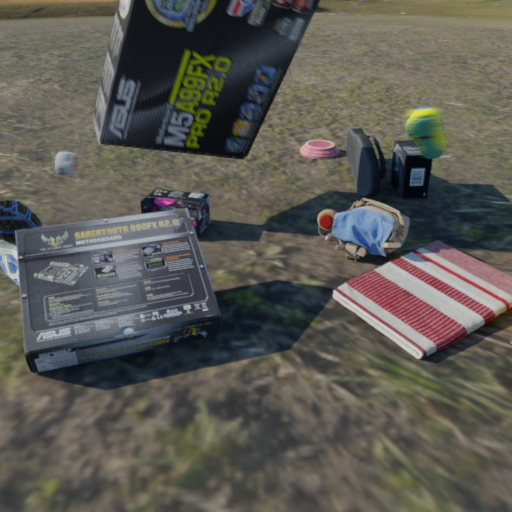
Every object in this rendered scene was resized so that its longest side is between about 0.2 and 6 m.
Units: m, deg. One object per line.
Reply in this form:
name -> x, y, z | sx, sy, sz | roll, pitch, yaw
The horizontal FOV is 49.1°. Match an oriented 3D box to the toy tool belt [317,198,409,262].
toy tool belt -> 1.666, -0.429, 9.243 | 1.587, 0.991, 0.975 | 12, 22, 22

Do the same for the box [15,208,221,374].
box -> -1.851, 0.373, 7.416 | 2.382, 0.576, 1.887 | -10, 55, -17

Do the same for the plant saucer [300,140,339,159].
plant saucer -> 1.605, -2.707, 14.133 | 0.977, 0.248, 0.977 | 1, 28, 0

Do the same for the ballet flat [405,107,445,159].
ballet flat -> 2.576, -1.966, 8.522 | 0.502, 0.504, 1.503 | -4, -15, 25

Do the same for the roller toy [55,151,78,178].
roller toy -> -3.233, -1.562, 9.597 | 0.311, 0.445, 0.406 | 6, 11, -2

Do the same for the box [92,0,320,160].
box -> -0.918, -3.406, 9.464 | 2.962, 3.698, 0.819 | 1, 48, -30

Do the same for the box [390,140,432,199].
box -> 3.239, -1.823, 11.755 | 0.584, 0.977, 0.994 | -2, 28, -1

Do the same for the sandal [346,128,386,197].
sandal -> 2.446, -2.202, 12.259 | 0.644, 1.144, 3.008 | -1, 29, 3

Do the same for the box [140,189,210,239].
box -> -1.454, -0.780, 10.222 | 1.094, 0.628, 0.723 | 8, 28, 12

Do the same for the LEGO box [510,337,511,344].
LEGO box -> 4.794, 0.697, 7.186 | 2.432, 0.938, 1.811 | -22, 36, -34

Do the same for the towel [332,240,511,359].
towel -> 2.554, 0.569, 8.160 | 2.433, 0.277, 1.752 | -21, 37, -30

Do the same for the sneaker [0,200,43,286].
sneaker -> -3.161, 0.137, 8.319 | 0.912, 0.928, 2.408 | -30, 59, -32
